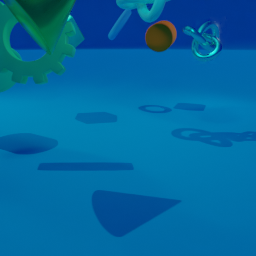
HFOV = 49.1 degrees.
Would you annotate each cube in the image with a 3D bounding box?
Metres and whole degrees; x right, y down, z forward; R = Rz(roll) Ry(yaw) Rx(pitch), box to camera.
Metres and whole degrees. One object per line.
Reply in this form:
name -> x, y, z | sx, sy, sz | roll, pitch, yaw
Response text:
cube -> -2.393, -3.350, 9.821 | 1.062, 1.062, 1.062 | -46, 59, -9

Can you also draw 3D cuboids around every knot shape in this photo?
knot shape -> 0.669, -3.807, 7.816 | 1.787, 0.826, 1.672 | 27, 72, 43
knot shape -> 2.199, -2.522, 7.895 | 1.183, 1.264, 0.584 | -34, -7, -30

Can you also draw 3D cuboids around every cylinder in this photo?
cylinder -> -3.702, -1.766, 7.405 | 1.264, 1.264, 1.264 | 33, 30, 20
cylinder -> 1.361, -3.759, 11.454 | 1.107, 1.107, 1.107 | 5, 26, 16

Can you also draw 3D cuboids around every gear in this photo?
gear -> -2.082, -1.888, 5.941 | 1.894, 1.894, 0.350 | 0, 6, -1

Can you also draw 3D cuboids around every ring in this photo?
ring -> -0.328, -4.081, 11.050 | 0.275, 1.374, 1.374 | 35, 14, -11

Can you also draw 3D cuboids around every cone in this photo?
cone -> -1.142, -2.093, 4.448 | 1.300, 1.296, 1.296 | -41, 29, -10
